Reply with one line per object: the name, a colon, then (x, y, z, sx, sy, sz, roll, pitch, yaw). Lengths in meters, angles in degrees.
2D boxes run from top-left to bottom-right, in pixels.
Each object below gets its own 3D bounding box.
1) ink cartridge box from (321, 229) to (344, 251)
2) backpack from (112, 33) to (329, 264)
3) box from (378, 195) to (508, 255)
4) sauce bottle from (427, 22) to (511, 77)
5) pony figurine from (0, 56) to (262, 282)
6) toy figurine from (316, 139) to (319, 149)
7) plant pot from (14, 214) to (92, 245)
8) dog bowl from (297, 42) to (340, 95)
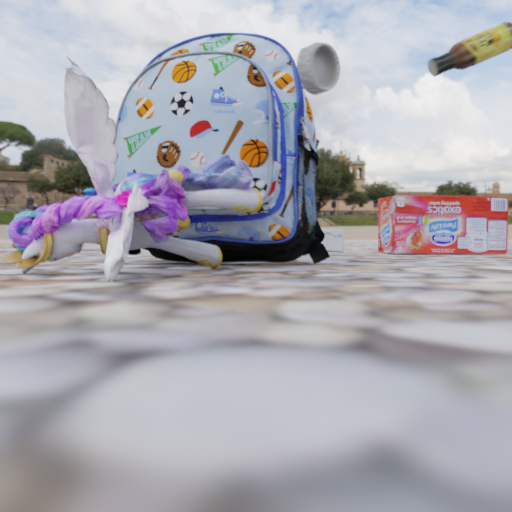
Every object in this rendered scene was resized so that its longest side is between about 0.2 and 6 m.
ink cartridge box: (1.290, -0.338, 12.197, 0.834, 0.479, 1.149, -1, 2, -18)
backpack: (-0.450, -1.225, 6.254, 2.543, 2.422, 1.959, 1, -16, 10)
box: (3.338, -0.552, 10.150, 2.099, 1.047, 1.002, 0, 2, -5)
sauce bottle: (3.982, -3.767, 10.330, 1.641, 0.531, 0.531, -25, 4, -3)
pony figurine: (-0.962, -0.395, 4.441, 1.888, 1.572, 1.822, -5, -28, -31)
toy figurine: (0.626, -2.172, 10.989, 1.016, 0.718, 1.032, 0, -40, 39)
plant pot: (-4.411, -0.512, 12.424, 1.772, 0.818, 1.772, 0, 1, 0)
dog bowl: (1.410, -4.154, 12.365, 1.150, 1.150, 0.337, -2, 7, -43)
